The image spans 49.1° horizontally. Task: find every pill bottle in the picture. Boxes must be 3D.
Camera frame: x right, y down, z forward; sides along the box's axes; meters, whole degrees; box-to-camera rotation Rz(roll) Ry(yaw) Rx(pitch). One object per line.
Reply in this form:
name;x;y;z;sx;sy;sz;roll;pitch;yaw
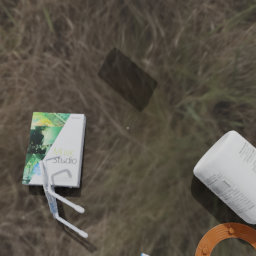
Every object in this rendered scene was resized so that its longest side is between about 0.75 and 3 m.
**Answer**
pill bottle;3.063;1.455;6.883;2.627;1.502;1.502;43;81;9

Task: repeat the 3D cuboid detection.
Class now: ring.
ring;2.747;3.497;7.105;2.090;0.201;2.090;0;78;0

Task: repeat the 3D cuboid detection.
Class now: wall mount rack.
wall mount rack;-1.534;1.645;6.634;0.737;1.976;1.717;-13;46;-15

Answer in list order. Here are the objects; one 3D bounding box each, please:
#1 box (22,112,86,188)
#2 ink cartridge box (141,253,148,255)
box;-1.961;0.565;7.606;1.445;0.364;2.002;2;71;1
ink cartridge box;0.497;4.134;6.753;1.025;0.590;1.770;21;78;5
